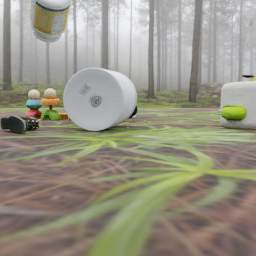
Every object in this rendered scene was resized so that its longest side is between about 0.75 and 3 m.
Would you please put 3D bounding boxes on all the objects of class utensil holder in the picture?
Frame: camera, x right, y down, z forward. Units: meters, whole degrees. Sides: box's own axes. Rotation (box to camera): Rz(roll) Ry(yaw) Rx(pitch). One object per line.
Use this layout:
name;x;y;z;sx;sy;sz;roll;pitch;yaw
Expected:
utensil holder;-0.725;-0.832;8.156;1.771;1.771;2.084;1;8;8

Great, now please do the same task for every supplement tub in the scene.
supplement tub;-2.428;-3.548;8.659;1.118;1.118;1.545;-2;-28;-24

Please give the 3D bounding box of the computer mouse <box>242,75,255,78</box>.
computer mouse;3.956;-1.483;8.381;1.044;0.178;0.306;7;14;16

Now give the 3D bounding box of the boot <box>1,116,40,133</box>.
boot;-2.673;-0.110;7.314;1.167;0.421;0.881;5;4;41

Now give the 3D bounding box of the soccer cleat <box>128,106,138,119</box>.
soccer cleat;-0.857;-0.594;10.857;2.999;1.013;1.215;1;27;-29

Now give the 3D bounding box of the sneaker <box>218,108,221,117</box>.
sneaker;5.385;-0.800;13.385;2.070;0.783;1.196;0;2;15

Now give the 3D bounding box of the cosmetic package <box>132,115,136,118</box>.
cosmetic package;-0.791;-0.886;14.161;2.160;0.800;1.098;-1;5;-24

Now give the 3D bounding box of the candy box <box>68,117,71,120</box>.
candy box;-2.353;-1.166;13.277;0.708;1.478;2.561;0;5;-5

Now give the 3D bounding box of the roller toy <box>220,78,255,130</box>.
roller toy;3.843;-0.760;8.510;1.949;1.493;2.137;2;5;17

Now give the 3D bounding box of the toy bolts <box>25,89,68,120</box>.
toy bolts;-3.827;-1.133;13.335;2.025;1.405;1.935;2;5;22
